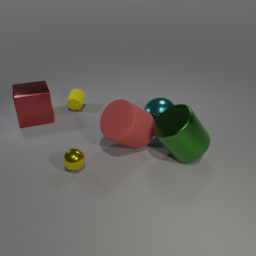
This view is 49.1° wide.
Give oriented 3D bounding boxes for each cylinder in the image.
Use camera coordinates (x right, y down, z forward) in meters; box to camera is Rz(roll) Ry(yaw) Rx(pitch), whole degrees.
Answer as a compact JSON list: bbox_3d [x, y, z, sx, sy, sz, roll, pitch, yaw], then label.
[{"bbox_3d":[0.008,-0.108,9.534,1.400,1.400,1.400,26,2,37],"label":"cylinder"},{"bbox_3d":[1.758,0.179,9.166,1.400,1.400,1.400,-28,35,22],"label":"cylinder"},{"bbox_3d":[-2.340,-1.285,12.628,0.700,0.700,0.700,4,46,8],"label":"cylinder"}]

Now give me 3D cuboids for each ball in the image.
[{"bbox_3d":[1.238,-0.482,10.849,1.400,1.400,1.400,0,30,0],"label":"ball"},{"bbox_3d":[-1.711,0.982,8.842,0.700,0.700,0.700,0,30,0],"label":"ball"}]

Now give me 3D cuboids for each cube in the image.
[{"bbox_3d":[-3.984,-1.032,11.771,1.400,1.400,1.400,-11,33,-18],"label":"cube"}]
